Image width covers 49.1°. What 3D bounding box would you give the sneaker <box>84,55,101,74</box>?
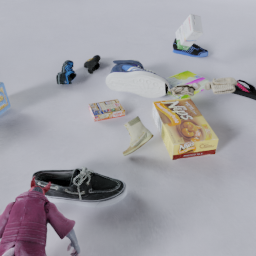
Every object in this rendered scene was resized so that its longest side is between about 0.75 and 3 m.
[{"bbox_3d":[-1.636,-3.176,13.947,0.741,0.427,1.421,22,46,28],"label":"sneaker"}]

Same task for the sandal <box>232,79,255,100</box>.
[{"bbox_3d":[4.960,-1.662,11.750,2.221,0.501,0.834,28,44,33],"label":"sandal"}]

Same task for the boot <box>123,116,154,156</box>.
[{"bbox_3d":[0.111,0.254,8.539,1.103,0.853,0.398,-38,-4,9],"label":"boot"}]

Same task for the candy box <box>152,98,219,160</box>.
[{"bbox_3d":[1.802,-0.067,9.379,1.439,0.689,2.493,-6,36,-8],"label":"candy box"}]

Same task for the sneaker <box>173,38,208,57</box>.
[{"bbox_3d":[3.410,-4.400,15.291,2.016,0.785,0.707,14,38,19],"label":"sneaker"}]

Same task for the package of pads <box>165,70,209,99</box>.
[{"bbox_3d":[2.416,-1.878,12.000,1.638,0.559,1.266,-24,42,-29],"label":"package of pads"}]

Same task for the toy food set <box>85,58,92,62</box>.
[{"bbox_3d":[-1.873,-3.485,14.541,0.442,0.245,0.751,-7,26,34],"label":"toy food set"}]

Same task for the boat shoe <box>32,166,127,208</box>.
[{"bbox_3d":[-1.235,1.410,7.222,2.429,0.830,0.897,4,36,6],"label":"boat shoe"}]

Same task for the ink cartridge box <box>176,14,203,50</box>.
[{"bbox_3d":[2.369,-3.708,10.895,0.493,1.126,0.818,4,68,-19],"label":"ink cartridge box"}]

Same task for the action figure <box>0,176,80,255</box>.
[{"bbox_3d":[-2.075,2.135,5.258,1.998,2.221,2.983,-6,50,2],"label":"action figure"}]

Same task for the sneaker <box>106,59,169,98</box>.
[{"bbox_3d":[0.614,-2.349,12.133,2.842,1.145,2.081,9,41,21],"label":"sneaker"}]

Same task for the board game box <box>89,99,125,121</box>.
[{"bbox_3d":[-0.811,-0.690,10.599,1.185,0.274,0.898,-11,37,-15],"label":"board game box"}]

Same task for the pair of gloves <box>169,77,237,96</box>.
[{"bbox_3d":[2.520,-1.400,9.331,2.086,0.366,1.774,-2,16,23],"label":"pair of gloves"}]

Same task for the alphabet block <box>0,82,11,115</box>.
[{"bbox_3d":[-5.294,-1.078,10.418,1.150,1.129,1.123,11,36,15],"label":"alphabet block"}]

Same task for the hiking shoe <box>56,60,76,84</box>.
[{"bbox_3d":[-2.716,-2.513,12.932,0.751,0.644,1.731,10,46,1],"label":"hiking shoe"}]
